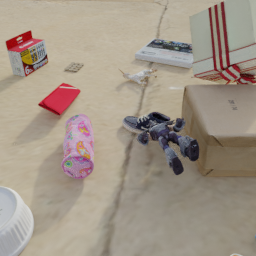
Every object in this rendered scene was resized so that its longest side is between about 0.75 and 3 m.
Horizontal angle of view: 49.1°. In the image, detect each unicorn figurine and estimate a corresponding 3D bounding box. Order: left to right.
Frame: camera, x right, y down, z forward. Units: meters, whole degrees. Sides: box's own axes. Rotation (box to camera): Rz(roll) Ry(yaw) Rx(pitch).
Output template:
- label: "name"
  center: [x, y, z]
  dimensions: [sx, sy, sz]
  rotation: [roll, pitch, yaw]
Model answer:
- label: "unicorn figurine"
  center: [0.487, -2.145, 11.497]
  dimensions: [1.047, 0.563, 1.525]
  rotation: [20, 25, 40]

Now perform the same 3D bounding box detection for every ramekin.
- label: "ramekin"
  center: [-2.824, 1.919, 5.674]
  dimensions: [1.681, 0.783, 1.681]
  rotation: [0, 35, 0]

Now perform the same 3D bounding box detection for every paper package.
- label: "paper package"
  center: [3.027, -0.071, 7.871]
  dimensions: [2.566, 1.393, 2.693]
  rotation: [-1, 36, -1]

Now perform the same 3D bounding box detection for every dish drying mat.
- label: "dish drying mat"
  center: [-2.340, -1.087, 9.853]
  dimensions: [0.806, 0.191, 2.100]
  rotation: [26, 29, -4]

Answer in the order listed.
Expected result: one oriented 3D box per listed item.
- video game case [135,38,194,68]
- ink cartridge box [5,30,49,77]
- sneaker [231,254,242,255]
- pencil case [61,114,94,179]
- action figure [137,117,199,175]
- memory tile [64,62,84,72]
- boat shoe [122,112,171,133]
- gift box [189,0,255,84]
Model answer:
- label: "video game case"
  center: [2.077, -3.737, 13.781]
  dimensions: [2.742, 0.320, 2.493]
  rotation: [15, 39, 21]
- label: "ink cartridge box"
  center: [-4.328, -3.262, 12.138]
  dimensions: [0.704, 1.473, 1.678]
  rotation: [14, 39, 18]
- label: "sneaker"
  center: [1.776, 2.608, 4.967]
  dimensions: [1.370, 0.537, 0.544]
  rotation: [2, 40, -16]
- label: "pencil case"
  center: [-1.363, 0.449, 7.675]
  dimensions: [0.875, 0.875, 2.002]
  rotation: [-5, 36, -7]
- label: "action figure"
  center: [0.985, 0.239, 7.063]
  dimensions: [1.348, 0.719, 2.072]
  rotation: [-31, 31, -5]
- label: "memory tile"
  center: [-2.416, -2.750, 12.631]
  dimensions: [0.668, 0.073, 0.872]
  rotation: [10, 37, 13]
- label: "boat shoe"
  center: [0.572, -0.218, 8.578]
  dimensions: [1.701, 0.789, 0.635]
  rotation: [20, 41, 24]
- label: "gift box"
  center: [3.165, -2.419, 8.717]
  dimensions: [2.177, 2.203, 2.360]
  rotation: [2, -9, -42]
